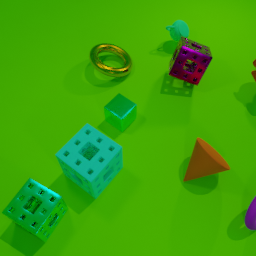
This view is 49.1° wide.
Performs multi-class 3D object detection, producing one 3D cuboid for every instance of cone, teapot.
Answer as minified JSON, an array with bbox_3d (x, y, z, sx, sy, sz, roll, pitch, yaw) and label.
[{"bbox_3d":[1.869,1.056,7.466,1.148,1.144,1.144,-48,62,17],"label":"cone"},{"bbox_3d":[1.876,-3.531,10.335,1.230,0.602,0.765,8,81,-38],"label":"teapot"}]

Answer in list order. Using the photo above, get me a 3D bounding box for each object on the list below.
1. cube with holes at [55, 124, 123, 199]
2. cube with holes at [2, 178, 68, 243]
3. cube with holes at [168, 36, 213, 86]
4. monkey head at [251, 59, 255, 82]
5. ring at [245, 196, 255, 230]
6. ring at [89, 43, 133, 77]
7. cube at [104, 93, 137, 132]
[{"bbox_3d":[-0.958,0.878,7.347,1.171,1.171,1.171,33,63,19],"label":"cube with holes"},{"bbox_3d":[-2.177,1.987,6.742,0.959,0.959,0.959,26,61,14],"label":"cube with holes"},{"bbox_3d":[1.993,-2.186,9.100,1.015,1.015,1.015,20,35,-4],"label":"cube with holes"},{"bbox_3d":[4.538,-1.846,8.623,1.038,1.722,1.239,-22,40,-16],"label":"monkey head"},{"bbox_3d":[3.202,1.929,6.715,1.166,1.166,0.233,-36,41,-21],"label":"ring"},{"bbox_3d":[-0.577,-2.367,9.706,1.574,0.315,1.574,12,50,-15],"label":"ring"},{"bbox_3d":[-0.224,-0.463,8.490,0.715,0.715,0.715,35,63,20],"label":"cube"}]
